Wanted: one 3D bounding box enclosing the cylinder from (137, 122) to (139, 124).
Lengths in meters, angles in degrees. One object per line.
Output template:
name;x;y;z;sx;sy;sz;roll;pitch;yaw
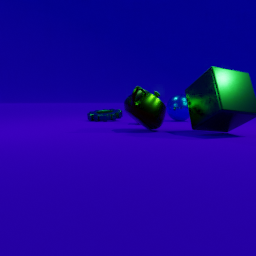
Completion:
cylinder;0.582;-0.518;10.360;0.741;0.741;0.741;1;6;7

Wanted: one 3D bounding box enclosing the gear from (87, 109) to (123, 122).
gear;-0.992;-0.564;12.083;1.484;0.275;1.484;-4;14;1

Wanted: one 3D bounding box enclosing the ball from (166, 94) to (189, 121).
ball;2.189;-0.856;11.791;1.144;1.144;1.144;0;6;0

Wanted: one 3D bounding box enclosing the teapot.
teapot;0.587;-0.577;8.077;1.275;1.004;2.051;34;-5;34

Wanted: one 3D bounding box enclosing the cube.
cube;2.340;-0.671;7.111;1.196;1.196;1.196;4;-23;-23
